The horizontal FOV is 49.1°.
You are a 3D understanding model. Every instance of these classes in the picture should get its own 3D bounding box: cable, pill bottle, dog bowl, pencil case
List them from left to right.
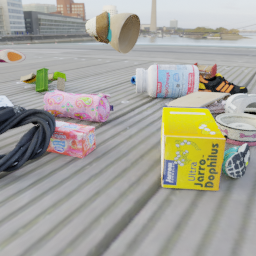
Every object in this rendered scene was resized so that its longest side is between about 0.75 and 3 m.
[{"bbox_3d":[-2.982,0.396,6.283,2.230,0.694,2.733,27,47,37],"label":"cable"},{"bbox_3d":[-1.634,-0.732,9.122,2.191,0.958,0.958,6,21,21],"label":"pencil case"},{"bbox_3d":[1.612,-1.977,11.848,2.530,1.376,1.376,0,20,2],"label":"pill bottle"},{"bbox_3d":[3.116,0.034,7.693,1.427,0.526,1.427,0,21,0],"label":"dog bowl"}]

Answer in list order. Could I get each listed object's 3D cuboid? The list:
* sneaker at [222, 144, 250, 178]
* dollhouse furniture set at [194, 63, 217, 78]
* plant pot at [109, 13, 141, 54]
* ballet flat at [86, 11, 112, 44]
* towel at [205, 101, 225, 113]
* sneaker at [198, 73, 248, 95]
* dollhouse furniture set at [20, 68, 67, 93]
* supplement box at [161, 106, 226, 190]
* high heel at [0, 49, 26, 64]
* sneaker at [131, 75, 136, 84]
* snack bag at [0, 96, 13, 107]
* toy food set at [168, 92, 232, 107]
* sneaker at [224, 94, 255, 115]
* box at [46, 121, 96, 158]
[{"bbox_3d":[2.282,0.724,6.103,0.533,0.519,1.339,-9,7,35],"label":"sneaker"},{"bbox_3d":[3.633,-2.534,14.439,1.183,0.894,2.198,15,42,34],"label":"dollhouse furniture set"},{"bbox_3d":[-0.361,-3.922,11.317,1.070,1.594,1.594,27,30,23],"label":"plant pot"},{"bbox_3d":[-0.899,-3.070,8.688,0.764,0.716,2.113,2,7,-3],"label":"ballet flat"},{"bbox_3d":[3.003,-0.888,10.514,1.684,0.284,1.764,-8,22,-18],"label":"towel"},{"bbox_3d":[4.083,-1.851,12.021,2.256,1.015,0.789,0,20,-1],"label":"sneaker"},{"bbox_3d":[-4.080,-2.043,13.396,2.020,1.014,1.323,-6,-8,37],"label":"dollhouse furniture set"},{"bbox_3d":[1.289,0.321,6.072,1.111,1.104,2.028,2,21,6],"label":"supplement box"},{"bbox_3d":[-3.466,-1.995,7.913,1.176,0.396,0.564,-7,12,-6],"label":"high heel"},{"bbox_3d":[0.527,-2.717,14.907,0.877,0.632,1.670,-3,22,-8],"label":"sneaker"},{"bbox_3d":[-5.479,-0.792,10.323,2.204,0.236,2.078,-12,23,-30],"label":"snack bag"},{"bbox_3d":[2.482,-0.784,9.732,1.918,0.579,1.376,-22,21,-31],"label":"toy food set"},{"bbox_3d":[4.639,-0.553,8.826,2.783,1.044,1.607,-11,26,0],"label":"sneaker"},{"bbox_3d":[-1.513,0.253,6.968,1.287,0.609,0.660,8,22,21],"label":"box"}]
